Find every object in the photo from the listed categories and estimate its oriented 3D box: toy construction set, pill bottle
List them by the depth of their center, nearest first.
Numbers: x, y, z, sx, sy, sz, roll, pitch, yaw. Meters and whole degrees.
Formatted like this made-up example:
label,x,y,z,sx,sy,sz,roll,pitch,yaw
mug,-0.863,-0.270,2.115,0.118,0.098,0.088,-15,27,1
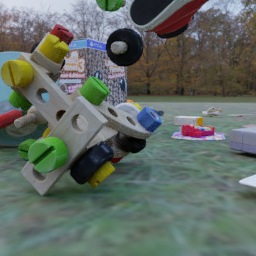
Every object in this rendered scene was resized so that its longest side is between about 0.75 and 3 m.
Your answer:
label,x,y,z,sx,sy,sz,roll,pitch,yaw
toy construction set,-0.977,-0.148,3.228,2.471,2.061,1.899,-19,11,23
pill bottle,0.030,-0.280,7.354,0.799,0.799,1.397,1,7,8

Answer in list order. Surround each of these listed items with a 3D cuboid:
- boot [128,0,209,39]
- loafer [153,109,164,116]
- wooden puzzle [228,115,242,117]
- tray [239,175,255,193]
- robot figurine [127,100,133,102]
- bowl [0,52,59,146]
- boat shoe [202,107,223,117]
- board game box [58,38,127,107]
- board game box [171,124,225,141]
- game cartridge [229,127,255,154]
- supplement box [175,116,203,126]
label,x,y,z,sx,sy,sz,roll,pitch,yaw
boot,1.325,-2.577,5.345,2.364,0.856,1.705,-27,-7,29
loafer,1.360,-0.734,14.025,0.923,0.332,0.290,4,-16,-25
wooden puzzle,5.136,-0.587,13.447,0.576,0.068,0.971,1,6,12
tray,1.770,0.599,2.305,0.777,0.160,1.446,-4,7,-38
robot figurine,-0.130,-1.204,15.950,1.326,0.773,0.954,7,15,42
bowl,-2.060,-0.358,5.135,1.871,0.978,1.871,-21,-29,-12
boat shoe,4.018,-0.758,13.294,0.480,0.439,1.284,-3,7,-27
board game box,-0.968,-1.126,7.916,1.140,2.353,1.876,4,8,31
board game box,1.681,0.049,6.693,1.181,0.291,1.495,2,7,15
game cartridge,3.187,0.221,4.534,2.652,0.509,1.719,-3,3,-27
supplement box,1.965,-0.216,9.071,0.786,0.289,0.495,4,8,35
